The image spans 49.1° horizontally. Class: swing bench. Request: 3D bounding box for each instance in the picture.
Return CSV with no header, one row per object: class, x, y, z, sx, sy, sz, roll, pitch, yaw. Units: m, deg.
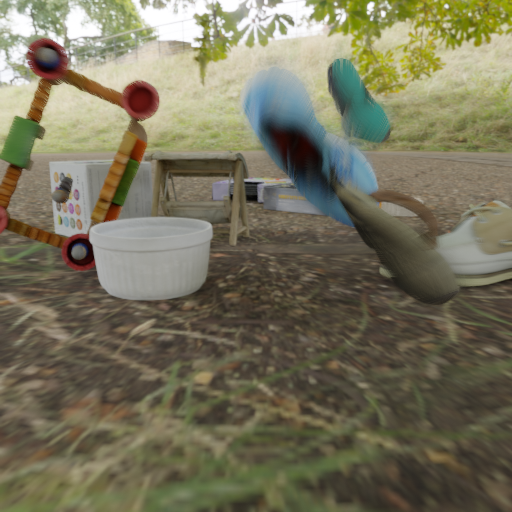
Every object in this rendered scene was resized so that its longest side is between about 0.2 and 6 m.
swing bench,-0.955,-1.009,9.423,1.518,1.526,0.990,3,13,13

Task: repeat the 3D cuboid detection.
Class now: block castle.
block castle,-2.394,-1.210,7.135,1.706,2.553,1.198,21,-1,-15

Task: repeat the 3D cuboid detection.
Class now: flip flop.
flip flop,1.604,-0.336,6.372,0.724,1.020,2.515,-29,23,3

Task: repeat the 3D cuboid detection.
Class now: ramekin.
ramekin,-1.236,0.013,6.700,1.437,0.754,1.437,0,12,0

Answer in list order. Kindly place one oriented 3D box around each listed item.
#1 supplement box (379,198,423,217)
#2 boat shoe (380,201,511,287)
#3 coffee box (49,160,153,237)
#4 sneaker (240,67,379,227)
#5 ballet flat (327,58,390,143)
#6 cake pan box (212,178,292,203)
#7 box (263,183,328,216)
supplement box,3.094,-1.073,12.294,0.973,0.358,0.613,0,13,-1
boat shoe,2.943,-0.209,7.093,2.855,0.976,1.067,-4,13,-9
coffee box,-2.743,-1.032,9.985,1.290,1.303,1.305,12,18,42
sneaker,0.926,-1.435,9.248,1.307,3.335,1.500,-34,34,24
ballet flat,1.583,-2.332,8.945,0.698,0.698,1.911,-5,56,-20
cake pan box,0.038,-1.769,15.010,1.860,0.528,2.019,4,13,25
box,1.577,-1.441,13.427,1.842,0.562,2.326,10,16,36
